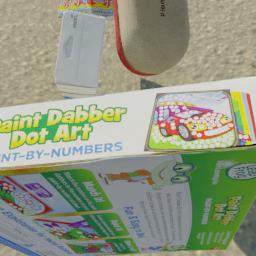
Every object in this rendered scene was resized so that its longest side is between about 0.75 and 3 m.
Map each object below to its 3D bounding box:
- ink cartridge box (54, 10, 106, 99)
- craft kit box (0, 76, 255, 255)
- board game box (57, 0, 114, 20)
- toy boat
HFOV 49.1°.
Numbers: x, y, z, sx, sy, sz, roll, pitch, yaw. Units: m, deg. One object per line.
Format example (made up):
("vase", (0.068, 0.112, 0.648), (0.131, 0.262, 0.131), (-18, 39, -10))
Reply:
("ink cartridge box", (-0.576, -0.810, 3.481), (0.473, 1.123, 0.812), (6, 88, -8))
("craft kit box", (-0.226, 0.764, 2.907), (2.702, 2.735, 0.664), (-3, 55, 8))
("board game box", (-0.700, -3.498, 5.801), (1.184, 2.299, 1.206), (16, 23, 41))
("toy boat", (0.252, -1.879, 4.879), (1.279, 1.281, 1.960), (-5, 93, -24))
